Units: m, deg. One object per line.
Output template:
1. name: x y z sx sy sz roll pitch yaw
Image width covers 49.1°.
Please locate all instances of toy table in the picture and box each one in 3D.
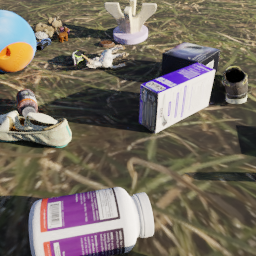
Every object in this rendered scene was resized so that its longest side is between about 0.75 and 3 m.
1. toy table: 0.121 -5.893 15.288 2.758 1.757 3.000 -2 37 -3

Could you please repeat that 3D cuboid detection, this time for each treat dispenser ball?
1. treat dispenser ball: -5.007 -3.485 11.385 2.420 2.420 2.420 0 36 0

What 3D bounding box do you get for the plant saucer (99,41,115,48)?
1. plant saucer: -1.111 -4.378 14.551 0.823 0.142 0.823 -1 36 1

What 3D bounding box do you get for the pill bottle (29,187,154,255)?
1. pill bottle: -0.642 1.754 5.114 2.094 1.178 1.178 -7 36 -10

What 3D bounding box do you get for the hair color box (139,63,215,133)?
1. hair color box: 1.540 -0.996 8.767 2.534 1.385 0.821 -26 44 -32

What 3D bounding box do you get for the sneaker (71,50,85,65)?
1. sneaker: -2.205 -3.232 12.662 0.549 0.475 1.325 1 36 1

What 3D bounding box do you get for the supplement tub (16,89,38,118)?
1. supplement tub: -3.294 -0.775 9.133 0.616 0.616 1.152 -13 38 -17

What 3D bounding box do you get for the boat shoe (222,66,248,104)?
1. boat shoe: 3.946 -1.814 10.265 0.924 0.781 2.593 -2 33 17

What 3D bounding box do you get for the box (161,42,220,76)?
1. box: 2.509 -2.632 11.309 1.693 1.052 1.707 24 43 33

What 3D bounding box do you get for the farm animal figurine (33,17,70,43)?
1. farm animal figurine: -4.156 -5.453 15.221 2.063 1.087 2.086 -13 38 -18

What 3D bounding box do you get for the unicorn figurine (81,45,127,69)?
1. unicorn figurine: -0.900 -3.030 12.217 1.585 0.852 2.308 -6 20 9

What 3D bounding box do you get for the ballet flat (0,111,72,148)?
1. ballet flat: -2.948 -0.099 7.952 2.830 0.882 0.954 5 36 8

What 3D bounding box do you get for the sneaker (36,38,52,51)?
1. sneaker: -4.264 -4.112 13.982 0.483 0.435 1.240 33 50 26
